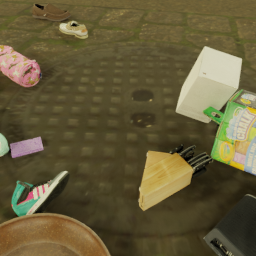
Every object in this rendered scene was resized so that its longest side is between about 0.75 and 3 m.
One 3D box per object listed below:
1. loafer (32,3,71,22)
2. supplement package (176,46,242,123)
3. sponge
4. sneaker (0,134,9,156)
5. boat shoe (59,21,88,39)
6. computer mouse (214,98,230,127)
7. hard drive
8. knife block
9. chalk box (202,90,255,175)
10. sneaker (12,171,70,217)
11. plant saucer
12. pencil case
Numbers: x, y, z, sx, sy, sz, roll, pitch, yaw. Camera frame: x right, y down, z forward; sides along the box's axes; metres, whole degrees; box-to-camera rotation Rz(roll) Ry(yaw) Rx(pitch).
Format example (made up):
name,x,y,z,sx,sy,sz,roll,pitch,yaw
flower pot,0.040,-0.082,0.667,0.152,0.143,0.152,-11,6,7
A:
name,x,y,z,sx,sy,sz,roll,pitch,yaw
loafer,-3.977,-5.957,14.324,2.102,0.746,0.767,7,42,8
supplement package,2.137,-1.103,7.610,1.044,1.780,1.041,20,62,1
sponge,-2.711,0.511,7.492,0.810,0.121,0.452,-14,43,-16
sneaker,-4.217,0.368,7.157,1.999,0.777,1.399,25,47,27
boat shoe,-2.531,-4.667,13.002,1.660,0.568,0.620,24,47,25
computer mouse,4.007,-0.101,7.849,2.715,0.716,1.880,19,44,36
hard drive,2.828,2.340,5.124,1.623,0.509,2.406,-31,50,-30
knife block,1.144,1.111,6.465,1.563,0.570,1.781,7,41,10
chalk box,2.971,0.086,6.660,2.444,1.513,1.520,22,27,25
sneaker,-2.018,1.357,6.225,0.854,0.591,1.414,28,49,15
plant saucer,-1.628,2.822,4.575,2.937,0.537,2.937,0,42,0
pencil case,-4.034,-2.256,10.041,2.177,0.901,0.942,31,48,32
